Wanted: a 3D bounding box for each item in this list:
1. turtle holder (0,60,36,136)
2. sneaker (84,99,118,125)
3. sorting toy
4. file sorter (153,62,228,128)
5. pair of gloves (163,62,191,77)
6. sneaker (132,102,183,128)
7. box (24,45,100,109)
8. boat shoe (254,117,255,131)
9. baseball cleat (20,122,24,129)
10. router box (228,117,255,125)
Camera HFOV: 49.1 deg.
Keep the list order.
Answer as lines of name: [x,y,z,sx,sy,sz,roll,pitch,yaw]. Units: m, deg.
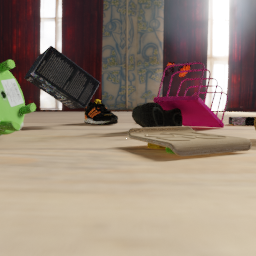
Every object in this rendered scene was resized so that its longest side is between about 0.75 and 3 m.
turtle holder: [-3.309,-0.423,6.155,1.659,1.775,2.336,-15,42,10]
sneaker: [-1.244,-0.707,12.042,0.830,1.068,2.374,-3,5,-34]
sorting toy: [0.997,0.238,4.925,1.535,0.303,1.659,-2,9,-25]
file sorter: [2.239,-1.074,9.512,1.564,1.411,2.250,4,-19,40]
pair of gloves: [1.713,-2.037,9.861,0.935,0.116,0.833,-1,-24,-9]
sneaker: [0.776,-0.245,8.611,1.030,0.862,2.269,-5,-9,39]
box: [-2.528,-1.827,10.723,2.262,1.211,1.679,35,-15,-26]
boat shoe: [4.180,-0.202,5.923,2.745,0.972,0.951,1,5,25]
baseball cleat: [-4.009,-0.213,8.812,1.642,0.572,0.874,3,5,40]
router box: [4.883,-0.294,11.470,1.298,0.331,0.968,1,4,8]
